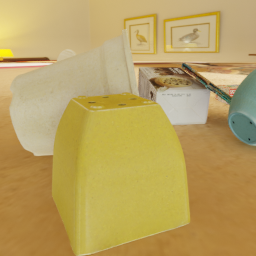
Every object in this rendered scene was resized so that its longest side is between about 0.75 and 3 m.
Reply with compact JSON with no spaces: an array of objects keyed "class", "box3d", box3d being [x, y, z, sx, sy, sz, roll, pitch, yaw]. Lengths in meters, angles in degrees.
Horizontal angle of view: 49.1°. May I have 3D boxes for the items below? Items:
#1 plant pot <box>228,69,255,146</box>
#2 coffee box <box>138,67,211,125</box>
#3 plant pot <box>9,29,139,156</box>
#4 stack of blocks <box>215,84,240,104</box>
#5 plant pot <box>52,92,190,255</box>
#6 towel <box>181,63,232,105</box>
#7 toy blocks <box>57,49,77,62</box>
[{"class":"plant pot","box3d":[2.969,-0.305,6.223,1.220,1.811,1.811,-33,28,-18]},{"class":"coffee box","box3d":[1.328,-1.137,9.096,1.578,1.114,2.792,-2,25,-8]},{"class":"plant pot","box3d":[-0.910,-0.440,5.633,2.319,2.533,2.533,-11,16,4]},{"class":"stack of blocks","box3d":[4.463,-1.264,11.039,1.216,0.618,2.111,-2,17,-7]},{"class":"plant pot","box3d":[-0.183,0.370,3.732,1.522,1.567,1.532,-7,17,-23]},{"class":"towel","box3d":[2.710,-1.007,8.212,2.364,0.256,1.734,27,19,-27]},{"class":"toy blocks","box3d":[-1.450,-1.693,10.220,2.464,1.074,2.957,-42,-19,34]}]
